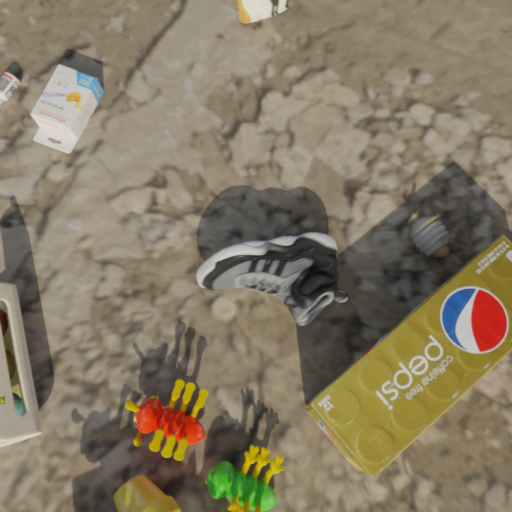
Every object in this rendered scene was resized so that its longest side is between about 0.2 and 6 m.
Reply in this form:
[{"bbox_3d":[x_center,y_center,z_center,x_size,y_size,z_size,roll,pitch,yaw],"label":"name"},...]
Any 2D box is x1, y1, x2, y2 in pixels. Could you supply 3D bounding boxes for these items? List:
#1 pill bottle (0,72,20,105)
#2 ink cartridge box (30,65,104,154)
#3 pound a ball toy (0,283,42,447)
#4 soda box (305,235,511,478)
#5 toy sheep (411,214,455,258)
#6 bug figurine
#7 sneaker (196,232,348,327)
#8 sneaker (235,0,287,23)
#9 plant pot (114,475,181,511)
[{"bbox_3d":[-4.941,-3.253,10.959,0.337,0.337,0.609,29,76,8],"label":"pill bottle"},{"bbox_3d":[-3.676,-2.813,10.746,0.854,0.504,1.484,20,75,6],"label":"ink cartridge box"},{"bbox_3d":[-4.676,1.724,9.261,1.916,1.248,2.938,-23,74,20],"label":"pound a ball toy"},{"bbox_3d":[2.811,1.608,9.051,4.180,1.338,1.416,-39,77,-10],"label":"soda box"},{"bbox_3d":[3.098,-0.376,9.987,0.655,0.655,0.950,-28,73,-8],"label":"toy sheep"},{"bbox_3d":[-1.218,3.911,8.344,2.844,0.944,3.668,26,57,-3],"label":"bug figurine"},{"bbox_3d":[0.299,0.488,9.365,2.479,0.935,1.411,-12,60,-6],"label":"sneaker"},{"bbox_3d":[0.034,-6.019,11.428,1.140,0.983,2.600,-9,84,3],"label":"sneaker"},{"bbox_3d":[-1.752,3.927,8.699,0.883,0.883,0.831,-41,62,-10],"label":"plant pot"}]
